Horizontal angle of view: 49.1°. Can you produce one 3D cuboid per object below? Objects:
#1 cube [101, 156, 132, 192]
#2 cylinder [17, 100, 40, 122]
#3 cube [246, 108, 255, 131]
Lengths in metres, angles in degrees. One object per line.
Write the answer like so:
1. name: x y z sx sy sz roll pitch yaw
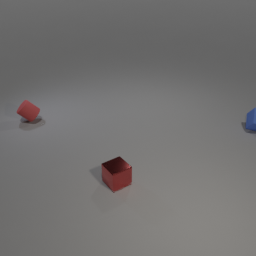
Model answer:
1. cube: -0.350 1.432 8.740 0.700 0.700 0.700 -20 36 -30
2. cylinder: -4.259 -0.733 11.978 0.700 0.700 0.700 -34 35 28
3. cube: 5.271 -0.321 11.313 0.700 0.700 0.700 13 72 0
